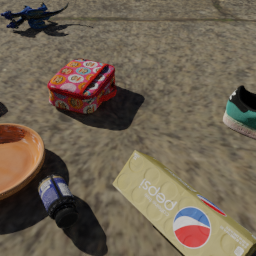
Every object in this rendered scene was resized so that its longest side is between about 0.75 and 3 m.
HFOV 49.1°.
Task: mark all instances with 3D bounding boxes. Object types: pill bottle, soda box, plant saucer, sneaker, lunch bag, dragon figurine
[{"bbox_3d":[-1.251,1.325,5.077,0.522,0.522,0.933,-20,43,-23],"label":"pill bottle"},{"bbox_3d":[0.853,1.349,4.614,2.355,0.754,0.798,37,96,36],"label":"soda box"},{"bbox_3d":[-2.865,0.737,5.882,2.242,0.420,2.242,1,39,-1],"label":"plant saucer"},{"bbox_3d":[3.606,-0.168,6.447,2.723,1.088,0.972,23,45,26],"label":"sneaker"},{"bbox_3d":[-1.170,-1.206,8.032,1.701,0.791,1.931,16,42,11],"label":"lunch bag"},{"bbox_3d":[-4.076,-5.004,12.556,2.897,0.853,1.440,-5,39,-5],"label":"dragon figurine"}]
